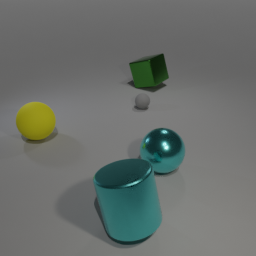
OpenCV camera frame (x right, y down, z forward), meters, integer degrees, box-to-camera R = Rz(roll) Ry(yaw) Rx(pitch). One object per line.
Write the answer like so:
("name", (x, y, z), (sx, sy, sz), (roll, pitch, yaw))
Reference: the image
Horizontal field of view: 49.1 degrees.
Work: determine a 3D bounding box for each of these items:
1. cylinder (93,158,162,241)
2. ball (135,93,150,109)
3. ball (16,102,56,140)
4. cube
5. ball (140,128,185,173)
("cylinder", (0.009, 1.631, 6.583), (1.400, 1.400, 1.400), (-11, 17, 3))
("ball", (0.664, -1.242, 12.854), (0.700, 0.700, 0.700), (0, 29, 0))
("ball", (-3.382, -0.260, 10.314), (1.400, 1.400, 1.400), (0, 29, 0))
("cube", (1.150, -3.085, 15.131), (1.400, 1.400, 1.400), (2, 26, 42))
("ball", (1.063, 0.690, 8.667), (1.400, 1.400, 1.400), (0, 29, 0))
